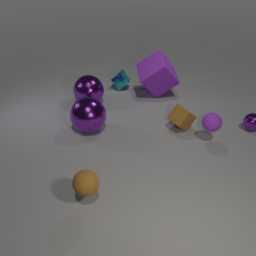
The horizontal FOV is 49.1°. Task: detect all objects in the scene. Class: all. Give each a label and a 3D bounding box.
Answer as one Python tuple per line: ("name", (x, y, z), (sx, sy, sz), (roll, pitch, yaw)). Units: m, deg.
("ball", (4.892, -0.239, 11.018), (0.700, 0.700, 0.700), (0, 31, 0))
("ball", (-1.534, -0.493, 10.814), (1.400, 1.400, 1.400), (0, 31, 0))
("ball", (3.015, -0.207, 10.050), (0.700, 0.700, 0.700), (0, 31, 0))
("ball", (-1.800, -1.724, 12.839), (1.400, 1.400, 1.400), (0, 31, 0))
("cube", (1.429, -2.618, 13.536), (1.400, 1.400, 1.400), (-31, 44, 24))
("ball", (-1.093, 1.426, 7.277), (0.700, 0.700, 0.700), (0, 31, 0))
("cube", (-0.369, -2.536, 14.581), (0.700, 0.700, 0.700), (-34, 14, 21))
("cube", (2.106, -0.414, 10.970), (0.700, 0.700, 0.700), (24, 15, -50))
